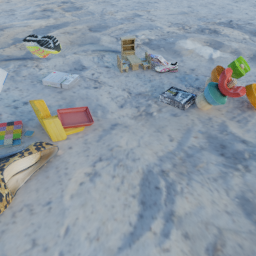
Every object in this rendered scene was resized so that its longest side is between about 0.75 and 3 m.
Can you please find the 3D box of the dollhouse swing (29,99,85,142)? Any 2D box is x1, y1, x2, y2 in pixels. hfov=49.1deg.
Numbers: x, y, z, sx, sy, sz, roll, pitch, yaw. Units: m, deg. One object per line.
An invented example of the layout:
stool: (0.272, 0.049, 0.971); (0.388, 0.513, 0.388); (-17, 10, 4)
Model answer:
dollhouse swing: (-2.774, -0.518, 11.206); (1.492, 1.542, 1.697); (-29, 44, -18)

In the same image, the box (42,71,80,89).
box: (-3.511, -2.536, 14.731); (1.540, 0.317, 1.201); (12, 38, 15)

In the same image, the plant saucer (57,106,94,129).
plant saucer: (-2.193, -0.409, 11.614); (1.361, 0.250, 1.364); (-7, 37, -17)

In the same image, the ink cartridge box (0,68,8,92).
ink cartridge box: (-4.213, -1.258, 8.418); (1.217, 0.513, 0.880); (-13, 57, 43)

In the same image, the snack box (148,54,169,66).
snack box: (1.671, -3.837, 15.736); (0.702, 0.237, 1.952); (36, 6, -21)

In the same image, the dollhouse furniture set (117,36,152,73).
dollhouse furniture set: (0.226, -4.290, 16.213); (1.803, 1.366, 2.057); (-9, 37, -12)

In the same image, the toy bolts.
toy bolts: (4.500, -1.516, 12.724); (2.961, 2.053, 2.828); (-28, 85, -46)

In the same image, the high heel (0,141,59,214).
high heel: (-3.153, 1.378, 8.736); (2.120, 1.062, 2.974); (-15, 30, -10)

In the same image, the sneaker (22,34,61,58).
sneaker: (-1.885, -1.809, 6.366); (1.081, 0.488, 0.422); (21, 57, 30)

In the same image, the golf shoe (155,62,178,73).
golf shoe: (2.157, -3.450, 15.727); (1.332, 0.613, 0.484); (-5, 37, -5)

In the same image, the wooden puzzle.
wooden puzzle: (-4.997, 0.276, 11.035); (2.527, 0.178, 1.498); (-9, 37, -12)

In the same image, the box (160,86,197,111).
box: (2.357, -1.411, 13.171); (1.398, 0.348, 1.102); (27, 45, 31)
